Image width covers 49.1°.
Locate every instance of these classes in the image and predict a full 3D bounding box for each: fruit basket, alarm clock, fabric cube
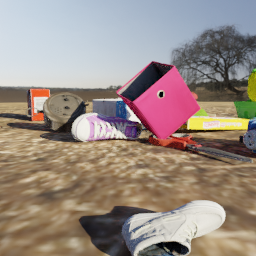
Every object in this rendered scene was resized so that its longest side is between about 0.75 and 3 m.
[{"bbox_3d":[4.557,-0.955,9.135,1.547,2.145,2.145,-3,8,-27],"label":"fruit basket"},{"bbox_3d":[-2.124,-0.517,8.519,1.904,0.634,1.284,-4,50,-12],"label":"alarm clock"},{"bbox_3d":[0.690,-0.659,6.608,1.230,1.250,1.254,-40,26,-3],"label":"fabric cube"}]

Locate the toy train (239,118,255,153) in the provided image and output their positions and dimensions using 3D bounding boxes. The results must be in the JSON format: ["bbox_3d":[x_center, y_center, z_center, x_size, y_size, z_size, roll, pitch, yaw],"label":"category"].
[{"bbox_3d":[2.830,0.129,5.485,1.017,0.772,1.780,-6,4,34],"label":"toy train"}]

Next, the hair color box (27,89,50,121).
[{"bbox_3d":[-4.225,-1.118,13.128,0.828,1.372,2.704,-3,6,-22],"label":"hair color box"}]

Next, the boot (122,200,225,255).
[{"bbox_3d":[0.387,0.772,2.011,0.821,0.302,0.392,-9,15,-10],"label":"boot"}]

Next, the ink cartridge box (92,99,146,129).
[{"bbox_3d":[-0.198,-0.558,10.115,1.666,0.959,2.876,-5,8,-34],"label":"ink cartridge box"}]

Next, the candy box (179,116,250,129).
[{"bbox_3d":[2.379,-0.177,8.768,2.895,0.382,1.480,0,7,-34],"label":"candy box"}]

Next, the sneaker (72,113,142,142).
[{"bbox_3d":[-0.378,0.001,6.767,1.069,0.680,1.876,10,11,39],"label":"sneaker"}]

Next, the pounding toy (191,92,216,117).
[{"bbox_3d":[2.692,-0.993,12.665,2.033,1.222,2.634,5,9,34],"label":"pounding toy"}]

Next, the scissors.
[{"bbox_3d":[1.204,0.394,5.635,1.056,0.201,2.886,-1,8,-11],"label":"scissors"}]
